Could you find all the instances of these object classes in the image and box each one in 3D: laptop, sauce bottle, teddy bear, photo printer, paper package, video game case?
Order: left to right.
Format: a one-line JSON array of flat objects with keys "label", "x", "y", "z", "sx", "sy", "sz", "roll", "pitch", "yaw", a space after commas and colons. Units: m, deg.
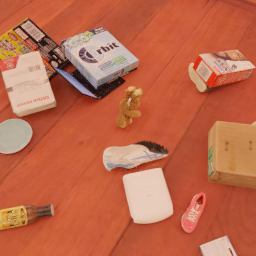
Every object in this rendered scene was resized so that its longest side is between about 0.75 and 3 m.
[{"label": "sauce bottle", "x": -3.425, "y": 2.825, "z": 9.056, "sx": 1.967, "sy": 0.636, "sz": 0.636, "roll": -11, "pitch": 58, "yaw": -6}, {"label": "video game case", "x": -4.314, "y": -3.248, "z": 12.441, "sx": 2.763, "sy": 0.352, "sz": 2.497, "roll": 43, "pitch": 64, "yaw": -4}, {"label": "laptop", "x": -1.645, "y": -2.302, "z": 11.959, "sx": 2.354, "sy": 1.216, "sz": 2.086, "roll": -39, "pitch": 66, "yaw": -21}, {"label": "teddy bear", "x": 0.088, "y": -0.809, "z": 10.948, "sx": 1.237, "sy": 0.569, "sz": 1.706, "roll": 5, "pitch": 85, "yaw": 40}, {"label": "photo printer", "x": 0.678, "y": 2.293, "z": 9.408, "sx": 1.427, "sy": 0.596, "sz": 1.715, "roll": -10, "pitch": 58, "yaw": -6}, {"label": "paper package", "x": 3.924, "y": 0.927, "z": 9.993, "sx": 1.992, "sy": 1.081, "sz": 2.090, "roll": 7, "pitch": 59, "yaw": 5}]

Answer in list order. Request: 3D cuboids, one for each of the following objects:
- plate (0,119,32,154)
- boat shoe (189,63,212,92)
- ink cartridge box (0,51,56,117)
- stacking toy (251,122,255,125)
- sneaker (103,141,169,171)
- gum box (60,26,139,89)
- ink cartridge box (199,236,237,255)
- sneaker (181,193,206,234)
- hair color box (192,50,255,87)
[{"label": "plate", "x": -4.507, "y": 0.329, "z": 10.895, "sx": 1.564, "sy": 0.200, "sz": 1.564, "roll": 0, "pitch": 58, "yaw": 0}, {"label": "boat shoe", "x": 3.165, "y": -2.230, "z": 12.314, "sx": 0.480, "sy": 0.579, "sz": 1.613, "roll": -3, "pitch": 52, "yaw": -21}, {"label": "ink cartridge box", "x": -4.010, "y": -1.748, "z": 11.328, "sx": 1.623, "sy": 0.917, "sz": 2.212, "roll": -17, "pitch": 84, "yaw": -11}, {"label": "stacking toy", "x": 5.288, "y": 0.350, "z": 10.746, "sx": 0.572, "sy": 0.572, "sz": 1.340, "roll": -22, "pitch": 67, "yaw": -13}, {"label": "sneaker", "x": 0.291, "y": 1.038, "z": 10.197, "sx": 2.463, "sy": 0.893, "sz": 0.885, "roll": -5, "pitch": 29, "yaw": -17}, {"label": "gum box", "x": -1.287, "y": -3.264, "z": 12.616, "sx": 2.348, "sy": 0.616, "sz": 2.764, "roll": -31, "pitch": 66, "yaw": -27}, {"label": "ink cartridge box", "x": 2.830, "y": 3.945, "z": 8.603, "sx": 0.969, "sy": 0.197, "sz": 0.967, "roll": -16, "pitch": 59, "yaw": -10}, {"label": "sneaker", "x": 2.145, "y": 2.707, "z": 9.136, "sx": 0.530, "sy": 0.623, "sz": 1.437, "roll": 24, "pitch": 62, "yaw": 15}, {"label": "hair color box", "x": 4.143, "y": -2.612, "z": 12.083, "sx": 2.369, "sy": 0.757, "sz": 1.314, "roll": -15, "pitch": 57, "yaw": -29}]
